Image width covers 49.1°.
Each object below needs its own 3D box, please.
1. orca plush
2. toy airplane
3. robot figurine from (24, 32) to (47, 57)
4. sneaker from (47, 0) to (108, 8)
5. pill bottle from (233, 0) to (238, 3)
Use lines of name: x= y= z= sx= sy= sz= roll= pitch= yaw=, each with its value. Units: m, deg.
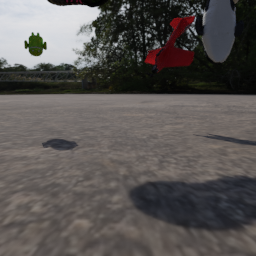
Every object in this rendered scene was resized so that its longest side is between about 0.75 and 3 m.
orca plush: x=1.894 y=-2.539 z=6.416 sx=1.127 sy=2.142 sz=0.761 roll=-19 pitch=10 yaw=-6
toy airplane: x=1.503 y=-2.866 z=9.670 sx=0.498 sy=2.708 sz=2.708 roll=36 pitch=-13 yaw=-32
robot figurine: x=-3.300 y=-2.963 z=10.023 sx=0.773 sy=0.881 sz=0.510 roll=0 pitch=-9 yaw=-15
sneaker: x=-1.504 y=-4.195 z=8.768 sx=2.108 sy=0.778 sz=0.922 roll=-9 pitch=27 yaw=-26
pill bottle: x=3.243 y=-4.145 z=8.179 sx=0.518 sy=0.923 sz=0.518 roll=39 pitch=-2 yaw=1
